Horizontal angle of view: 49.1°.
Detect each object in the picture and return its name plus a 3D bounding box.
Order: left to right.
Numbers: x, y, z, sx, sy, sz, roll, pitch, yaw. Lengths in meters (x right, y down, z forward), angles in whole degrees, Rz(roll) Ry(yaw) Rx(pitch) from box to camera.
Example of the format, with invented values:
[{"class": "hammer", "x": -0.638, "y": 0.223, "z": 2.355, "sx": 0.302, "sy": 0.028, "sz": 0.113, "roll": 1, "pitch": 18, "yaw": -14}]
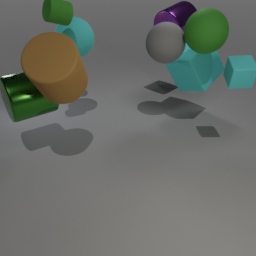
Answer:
[{"class": "cylinder", "x": -3.055, "y": -1.027, "z": 8.662, "sx": 1.400, "sy": 1.400, "sz": 1.400, "roll": -20, "pitch": 35, "yaw": -28}, {"class": "cylinder", "x": -1.851, "y": -1.510, "z": 7.318, "sx": 1.400, "sy": 1.400, "sz": 1.400, "roll": -1, "pitch": -16, "yaw": 2}, {"class": "cylinder", "x": -2.091, "y": -3.461, "z": 8.326, "sx": 0.700, "sy": 0.700, "sz": 0.700, "roll": -3, "pitch": 25, "yaw": -38}, {"class": "ball", "x": -1.916, "y": -3.218, "z": 10.009, "sx": 1.400, "sy": 1.400, "sz": 1.400, "roll": 0, "pitch": 29, "yaw": 0}, {"class": "ball", "x": 1.320, "y": -2.980, "z": 9.828, "sx": 1.400, "sy": 1.400, "sz": 1.400, "roll": 0, "pitch": 29, "yaw": 0}, {"class": "cylinder", "x": 2.047, "y": -4.477, "z": 11.906, "sx": 1.400, "sy": 1.400, "sz": 1.400, "roll": 26, "pitch": 50, "yaw": 38}, {"class": "cube", "x": 2.581, "y": -2.394, "z": 10.847, "sx": 1.400, "sy": 1.400, "sz": 1.400, "roll": -46, "pitch": 29, "yaw": -19}, {"class": "ball", "x": 2.517, "y": -3.113, "z": 9.032, "sx": 1.400, "sy": 1.400, "sz": 1.400, "roll": 0, "pitch": 29, "yaw": 0}, {"class": "cube", "x": 3.301, "y": -1.648, "z": 8.250, "sx": 0.700, "sy": 0.700, "sz": 0.700, "roll": -2, "pitch": 48, "yaw": 2}]
